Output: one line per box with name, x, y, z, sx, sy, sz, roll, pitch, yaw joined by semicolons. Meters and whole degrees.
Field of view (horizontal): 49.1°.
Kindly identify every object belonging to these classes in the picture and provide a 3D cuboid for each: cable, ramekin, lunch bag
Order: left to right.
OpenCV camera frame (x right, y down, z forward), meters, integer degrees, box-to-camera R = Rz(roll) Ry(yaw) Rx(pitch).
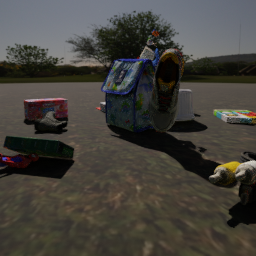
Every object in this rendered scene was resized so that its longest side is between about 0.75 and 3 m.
lunch bag;0.134;-1.293;10.594;1.648;2.586;2.198;-7;15;-34
ramekin;1.628;-1.067;12.358;2.621;1.278;2.621;1;9;0
cable;2.600;0.761;5.289;1.417;0.734;2.917;7;14;31

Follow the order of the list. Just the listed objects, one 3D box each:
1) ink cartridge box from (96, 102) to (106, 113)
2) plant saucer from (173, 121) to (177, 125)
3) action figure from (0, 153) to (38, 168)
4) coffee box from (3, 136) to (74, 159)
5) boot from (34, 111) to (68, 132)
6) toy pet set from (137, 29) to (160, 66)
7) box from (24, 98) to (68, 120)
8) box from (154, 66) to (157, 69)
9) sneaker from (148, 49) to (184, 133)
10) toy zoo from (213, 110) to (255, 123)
ink cartridge box;-0.510;-1.256;15.632;2.200;0.479;1.910;-5;14;-23
plant saucer;1.464;-0.224;11.422;1.037;0.166;1.037;-1;12;0
action figure;-2.855;0.754;6.264;1.642;0.424;0.537;-3;9;-27
coffee box;-2.150;0.489;6.847;1.450;0.319;0.892;4;-15;15
boot;-2.780;-0.198;10.689;1.051;0.545;1.608;6;20;5
toy pet set;0.985;-2.973;11.055;0.775;1.459;1.362;28;26;-9
box;-3.781;-0.896;12.930;1.799;0.852;0.923;-8;14;-32
box;1.689;-2.346;16.122;2.494;2.408;0.592;4;11;13
sneaker;1.044;-1.071;8.238;0.967;2.485;1.021;7;14;14
toy zoo;4.989;-0.514;12.561;1.668;0.260;2.542;1;12;1
